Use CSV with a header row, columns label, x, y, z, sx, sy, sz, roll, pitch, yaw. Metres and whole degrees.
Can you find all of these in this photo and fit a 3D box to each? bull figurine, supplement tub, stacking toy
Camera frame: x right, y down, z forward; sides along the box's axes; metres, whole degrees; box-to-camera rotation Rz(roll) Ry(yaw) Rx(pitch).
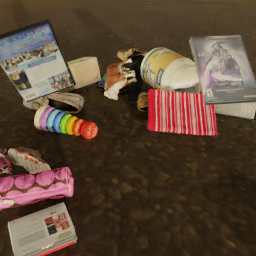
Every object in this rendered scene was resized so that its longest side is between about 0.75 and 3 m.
label,x,y,z,sx,sy,sz,roll,pitch,yaw
bull figurine,-0.451,-2.532,14.171,1.676,0.899,2.761,-15,42,6
supplement tub,2.112,-2.618,13.711,2.043,2.043,2.825,-16,35,-23
stacking toy,-2.371,-0.119,11.023,2.446,1.044,1.044,17,36,13

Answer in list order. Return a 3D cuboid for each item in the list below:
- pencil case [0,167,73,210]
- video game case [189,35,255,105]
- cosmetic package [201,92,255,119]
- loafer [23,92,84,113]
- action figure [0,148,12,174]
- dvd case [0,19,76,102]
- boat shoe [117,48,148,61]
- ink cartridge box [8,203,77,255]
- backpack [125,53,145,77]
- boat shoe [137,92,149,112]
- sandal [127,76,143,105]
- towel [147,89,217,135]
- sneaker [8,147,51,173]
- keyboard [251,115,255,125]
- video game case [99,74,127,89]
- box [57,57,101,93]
label,x,y,z,sx,sy,sz,roll,pitch,yaw
pencil case,-2.674,1.751,7.982,2.241,1.017,1.050,-11,2,-14
video game case,3.539,-2.212,10.361,2.055,0.273,2.876,-4,68,-7
cosmetic package,4.417,-1.302,12.313,2.307,1.232,1.040,9,34,26
loafer,-3.355,-1.102,12.483,2.682,0.964,0.843,1,40,-4
action figure,-4.224,1.216,9.343,1.189,0.796,0.885,30,-1,21
dvd case,-2.465,-1.701,7.553,1.594,2.235,0.196,-21,55,-6
boat shoe,0.387,-4.775,18.172,2.601,0.839,0.927,24,40,32
ink cartridge box,-2.060,2.677,6.862,1.426,0.598,1.252,-15,36,-22
backpack,0.565,-3.596,16.094,1.437,1.090,1.722,21,32,-2
boat shoe,1.619,-0.912,12.326,2.451,0.882,0.833,6,51,6
sandal,0.304,-1.836,14.044,0.828,0.527,2.204,4,46,4
towel,2.194,-0.695,11.521,2.811,0.316,2.033,4,61,2
sneaker,-3.189,0.988,9.423,1.887,0.727,0.773,20,32,27
keyboard,6.207,-0.075,11.453,2.094,0.269,1.258,21,39,31
video game case,-0.810,-2.555,15.253,1.273,0.289,1.153,8,33,12
box,-2.884,-2.694,14.354,2.824,1.341,1.098,-30,28,-35
